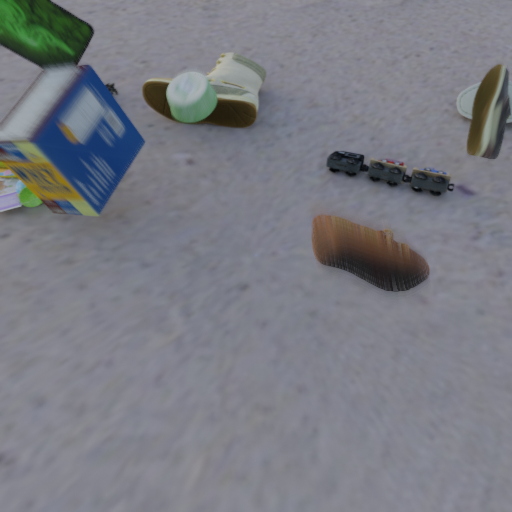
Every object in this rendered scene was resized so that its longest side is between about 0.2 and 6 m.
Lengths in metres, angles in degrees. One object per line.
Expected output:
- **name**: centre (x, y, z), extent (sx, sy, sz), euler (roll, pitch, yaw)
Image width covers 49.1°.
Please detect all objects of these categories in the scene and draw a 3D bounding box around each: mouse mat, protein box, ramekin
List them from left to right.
- **mouse mat**: centre (-3.508, -3.507, 8.509), extent (1.809, 1.456, 0.068), euler (27, 58, -24)
- **protein box**: centre (-2.808, -1.711, 8.475), extent (1.066, 1.569, 1.581), euler (6, 57, 32)
- **ramekin**: centre (-1.122, -2.736, 9.568), extent (0.835, 0.408, 0.835), euler (-6, 61, 11)

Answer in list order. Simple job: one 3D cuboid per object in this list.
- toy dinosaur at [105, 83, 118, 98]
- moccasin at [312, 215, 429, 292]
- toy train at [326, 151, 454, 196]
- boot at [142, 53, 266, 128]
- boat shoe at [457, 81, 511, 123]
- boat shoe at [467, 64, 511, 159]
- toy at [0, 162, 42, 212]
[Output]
- **toy dinosaur**: centre (-3.359, -3.334, 11.533), extent (0.899, 0.484, 2.040), euler (-10, 44, 0)
- **moccasin**: centre (1.370, -0.038, 6.649), extent (1.764, 0.645, 0.681), euler (15, 46, -26)
- **toy train**: centre (2.351, -1.485, 9.876), extent (2.237, 0.382, 0.512), euler (16, 37, 15)
- **boot**: centre (-0.997, -3.484, 11.398), extent (2.301, 0.829, 1.779), euler (10, 49, 2)
- **boat shoe**: centre (5.204, -3.043, 11.084), extent (2.361, 0.893, 0.712), euler (3, 7, 16)
- **boat shoe**: centre (4.092, -2.452, 9.670), extent (0.546, 0.594, 1.662), euler (19, 81, -14)
- **toy**: centre (-4.239, -1.770, 9.989), extent (1.373, 0.563, 2.385), euler (-20, 50, -18)
